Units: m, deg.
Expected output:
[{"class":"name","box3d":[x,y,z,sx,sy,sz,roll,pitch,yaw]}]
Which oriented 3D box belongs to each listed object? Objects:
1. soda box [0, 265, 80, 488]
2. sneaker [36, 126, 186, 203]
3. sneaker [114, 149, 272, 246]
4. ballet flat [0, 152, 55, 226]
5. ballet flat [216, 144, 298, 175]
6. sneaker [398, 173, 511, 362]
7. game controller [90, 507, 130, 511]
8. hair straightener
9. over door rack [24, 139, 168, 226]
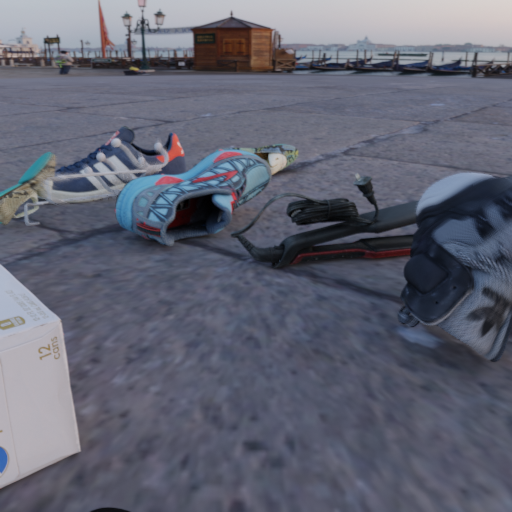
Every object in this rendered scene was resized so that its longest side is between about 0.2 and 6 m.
[{"class":"soda box","box3d":[-2.890,0.613,5.007,1.139,1.219,3.579,-18,28,-37]},{"class":"sneaker","box3d":[-2.985,-1.885,11.165,3.182,1.345,1.193,-8,23,-19]},{"class":"sneaker","box3d":[-0.714,-0.826,9.168,2.937,1.165,1.403,-26,42,-33]},{"class":"ballet flat","box3d":[-3.883,-1.092,9.542,0.565,0.628,1.667,-10,34,35]},{"class":"ballet flat","box3d":[0.056,-2.115,12.874,2.062,0.765,0.765,-7,23,-13]},{"class":"sneaker","box3d":[2.476,0.006,5.067,1.226,1.850,3.250,29,-17,-15]},{"class":"game controller","box3d":[-0.399,1.915,2.881,1.783,0.375,0.930,8,23,21]},{"class":"hair straightener","box3d":[1.264,-0.574,7.950,3.302,1.270,0.676,-5,22,-11]},{"class":"over door rack","box3d":[-2.670,-1.270,9.115,2.113,0.704,1.561,-26,3,-35]}]
